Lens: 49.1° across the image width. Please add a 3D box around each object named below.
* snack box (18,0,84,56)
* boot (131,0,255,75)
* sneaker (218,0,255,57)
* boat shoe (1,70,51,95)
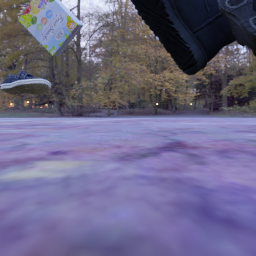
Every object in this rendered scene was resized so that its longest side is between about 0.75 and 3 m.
[{"bbox_3d":[-1.383,-1.893,5.039,0.763,0.905,0.306,-44,3,21],"label":"snack box"},{"bbox_3d":[1.540,-2.961,6.171,2.464,2.933,1.120,-40,10,-16],"label":"boot"},{"bbox_3d":[2.053,-1.873,5.036,0.589,1.550,0.704,-18,-34,4],"label":"sneaker"},{"bbox_3d":[-3.466,-1.559,9.495,2.230,0.694,0.832,2,-20,35],"label":"boat shoe"}]
